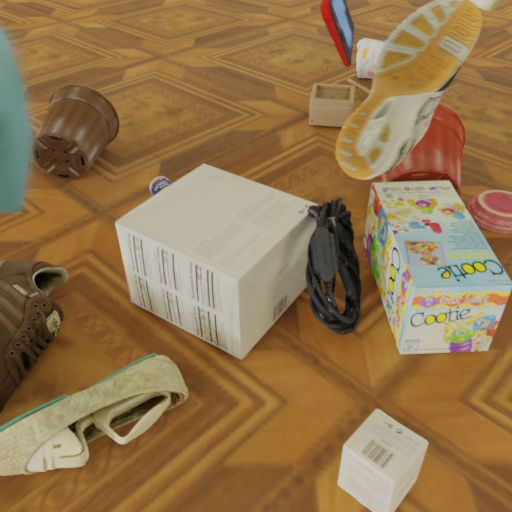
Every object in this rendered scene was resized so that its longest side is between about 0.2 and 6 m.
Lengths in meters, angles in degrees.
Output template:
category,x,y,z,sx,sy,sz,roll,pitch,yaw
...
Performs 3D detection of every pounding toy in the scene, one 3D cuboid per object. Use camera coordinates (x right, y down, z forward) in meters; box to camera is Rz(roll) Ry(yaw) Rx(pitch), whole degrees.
category,x,y,z,sx,sy,sz,roll,pitch,yaw
pounding toy,2.080,-3.554,13.093,1.564,0.715,1.374,6,39,7

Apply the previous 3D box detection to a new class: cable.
category,x,y,z,sx,sy,sz,roll,pitch,yaw
cable,1.104,0.159,7.835,0.480,1.889,1.541,-7,7,23

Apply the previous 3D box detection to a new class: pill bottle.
category,x,y,z,sx,sy,sz,roll,pitch,yaw
pill bottle,-1.620,-1.119,10.283,0.417,0.417,0.751,-22,43,-25

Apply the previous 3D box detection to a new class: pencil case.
category,x,y,z,sx,sy,sz,roll,pitch,yaw
pencil case,3.822,-5.187,14.860,2.341,1.062,0.973,5,57,8

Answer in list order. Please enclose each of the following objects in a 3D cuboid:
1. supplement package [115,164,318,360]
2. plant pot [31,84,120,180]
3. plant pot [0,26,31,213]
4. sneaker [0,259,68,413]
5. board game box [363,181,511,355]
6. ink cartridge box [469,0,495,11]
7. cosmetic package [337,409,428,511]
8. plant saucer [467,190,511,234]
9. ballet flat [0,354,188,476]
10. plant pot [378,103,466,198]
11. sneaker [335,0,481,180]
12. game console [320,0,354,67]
category,x,y,z,sx,sy,sz,roll,pitch,yaw
supplement package,-0.505,-0.013,8.016,2.050,1.508,1.961,23,44,26
plant pot,-3.663,-2.378,11.181,1.486,1.486,1.471,5,48,6
plant pot,-3.221,-1.629,5.920,1.377,1.949,1.377,2,53,-17
sneaker,-3.095,0.917,7.296,1.042,0.972,2.760,-6,40,-9
board game box,2.461,0.084,8.100,1.276,1.253,2.433,-2,39,-2
ink cartridge box,3.231,-4.202,8.376,0.964,0.701,0.231,23,41,1
cosmetic package,1.308,2.183,5.870,0.641,0.766,0.637,29,47,32
plant saucer,4.396,-0.833,10.033,1.157,0.293,1.157,-1,38,0
ballet flat,-1.859,1.880,6.267,2.436,0.822,0.760,-26,56,-28
plant pot,2.876,-1.543,9.949,1.754,1.754,1.706,6,47,7
sneaker,1.965,-2.097,7.242,0.927,2.451,1.074,46,27,22
game console,1.562,-4.399,10.409,0.220,1.251,1.414,-13,46,29
